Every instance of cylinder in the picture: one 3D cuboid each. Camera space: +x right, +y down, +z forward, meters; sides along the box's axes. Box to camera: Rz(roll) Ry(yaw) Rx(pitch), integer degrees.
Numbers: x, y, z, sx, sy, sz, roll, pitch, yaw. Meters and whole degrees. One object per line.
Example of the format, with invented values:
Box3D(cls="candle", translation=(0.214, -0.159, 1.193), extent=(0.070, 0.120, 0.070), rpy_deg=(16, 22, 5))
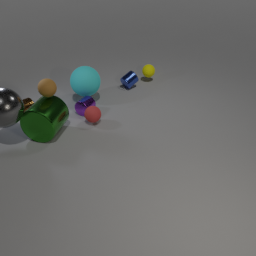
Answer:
Box3D(cls="cylinder", translation=(0.075, -2.524, 14.672), extent=(0.700, 0.700, 0.700), rpy_deg=(-41, 46, -14))
Box3D(cls="cylinder", translation=(-4.555, -0.903, 12.304), extent=(0.700, 0.700, 0.700), rpy_deg=(25, 39, 34))
Box3D(cls="cylinder", translation=(-3.195, -0.381, 10.849), extent=(1.400, 1.400, 1.400), rpy_deg=(7, 34, 11))
Box3D(cls="cylinder", translation=(-1.897, -0.990, 12.457), extent=(0.700, 0.700, 0.700), rpy_deg=(14, 35, 20))

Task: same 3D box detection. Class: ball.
Box3D(cls="ball", translation=(1.128, -3.127, 15.341), extent=(0.700, 0.700, 0.700), rpy_deg=(0, 33, 0))
Box3D(cls="ball", translation=(-4.346, -0.705, 9.712), extent=(1.400, 1.400, 1.400), rpy_deg=(0, 33, 0))
Box3D(cls="ball", translation=(-1.978, -2.165, 13.008), extent=(1.400, 1.400, 1.400), rpy_deg=(0, 33, 0))
Box3D(cls="ball", translation=(-3.056, -1.520, 10.599), extent=(0.700, 0.700, 0.700), rpy_deg=(0, 33, 0))
Box3D(cls="ball", translation=(-1.462, -0.572, 11.636), extent=(0.700, 0.700, 0.700), rpy_deg=(0, 33, 0))
